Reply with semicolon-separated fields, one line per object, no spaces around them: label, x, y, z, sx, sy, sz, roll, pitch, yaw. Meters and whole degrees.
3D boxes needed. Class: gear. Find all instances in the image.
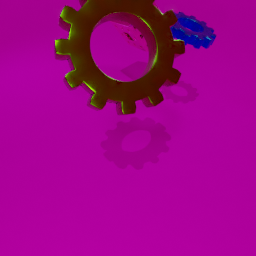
gear;-0.089;-1.074;3.849;1.758;1.758;0.325;-14;4;-16
gear;1.377;-2.238;6.355;1.238;0.229;1.238;12;43;-12

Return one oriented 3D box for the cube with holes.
cube with holes;0.318;-2.868;7.697;0.954;0.954;0.954;-50;43;-1
